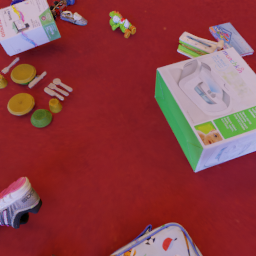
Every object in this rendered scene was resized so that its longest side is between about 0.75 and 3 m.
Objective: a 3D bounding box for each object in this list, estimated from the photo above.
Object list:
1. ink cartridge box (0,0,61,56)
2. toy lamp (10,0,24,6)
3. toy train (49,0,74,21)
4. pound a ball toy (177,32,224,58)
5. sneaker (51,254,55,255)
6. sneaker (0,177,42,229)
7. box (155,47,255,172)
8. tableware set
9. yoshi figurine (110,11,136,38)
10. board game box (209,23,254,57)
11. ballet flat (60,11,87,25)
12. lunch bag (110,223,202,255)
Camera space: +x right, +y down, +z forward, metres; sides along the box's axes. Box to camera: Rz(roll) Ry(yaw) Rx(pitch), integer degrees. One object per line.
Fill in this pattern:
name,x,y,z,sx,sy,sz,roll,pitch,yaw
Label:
ink cartridge box,-3.461,-3.497,9.542,1.899,0.798,1.375,-22,68,-5
toy lamp,-4.913,-5.933,11.987,0.832,0.832,2.858,-22,61,-13
toy train,-2.855,-4.933,11.558,0.559,0.417,2.442,23,60,10
pound a ball toy,2.619,-2.970,9.931,1.559,1.016,0.662,30,62,19
sneaker,-2.017,3.536,6.034,1.001,0.656,1.733,29,51,23
sneaker,-2.819,2.006,6.507,2.099,0.918,0.774,-35,16,17
box,2.543,-0.608,8.189,2.605,1.427,2.952,-17,58,-8
tableware set,-3.261,-1.145,9.167,2.689,0.413,1.812,30,65,16
yoshi figurine,-0.290,-4.036,10.994,1.188,0.668,0.665,47,108,11
board game box,3.908,-3.340,10.671,0.907,0.171,1.762,-15,59,-11
ballet flat,-2.207,-4.457,11.258,1.183,0.425,0.425,19,59,11
lunch bag,0.509,3.328,5.902,2.650,1.001,2.124,-25,59,-14
